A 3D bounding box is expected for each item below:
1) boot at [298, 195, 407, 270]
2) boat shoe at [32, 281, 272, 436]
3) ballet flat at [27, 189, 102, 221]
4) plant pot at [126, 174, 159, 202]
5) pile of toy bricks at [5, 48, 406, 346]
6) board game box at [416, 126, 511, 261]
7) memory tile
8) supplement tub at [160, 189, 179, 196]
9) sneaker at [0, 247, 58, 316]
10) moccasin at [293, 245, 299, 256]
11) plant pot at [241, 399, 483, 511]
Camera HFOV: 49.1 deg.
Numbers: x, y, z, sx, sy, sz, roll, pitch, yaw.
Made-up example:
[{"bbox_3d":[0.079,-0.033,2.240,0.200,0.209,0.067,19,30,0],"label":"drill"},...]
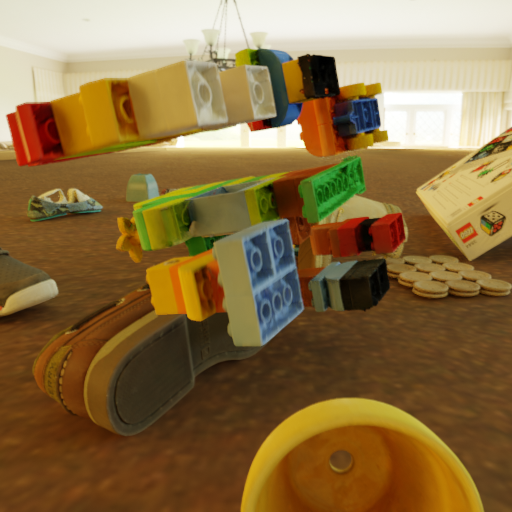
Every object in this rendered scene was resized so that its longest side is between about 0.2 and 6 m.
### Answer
[{"bbox_3d":[1.596,-0.235,9.070,1.683,0.784,2.176,20,51,-10],"label":"boot"},{"bbox_3d":[-0.733,0.582,5.806,1.105,1.169,3.250,11,18,31],"label":"boat shoe"},{"bbox_3d":[-4.972,-1.408,14.720,0.807,0.807,2.175,9,16,33],"label":"ballet flat"},{"bbox_3d":[-3.564,-2.150,17.551,0.805,0.820,0.803,4,14,14],"label":"plant pot"},{"bbox_3d":[-0.237,-0.567,5.823,2.431,2.732,4.924,-5,12,29],"label":"pile of toy bricks"},{"bbox_3d":[5.287,-1.677,12.043,3.225,0.884,5.108,-34,6,16],"label":"board game box"},{"bbox_3d":[2.893,0.310,8.968,1.525,0.167,1.989,-1,15,-10],"label":"memory tile"},{"bbox_3d":[-1.871,-1.443,14.993,1.287,0.688,0.688,3,14,6],"label":"supplement tub"},{"bbox_3d":[-4.131,0.038,7.721,3.195,1.308,1.231,7,16,26],"label":"sneaker"},{"bbox_3d":[0.076,-0.715,10.833,3.104,1.058,1.249,15,-2,34],"label":"moccasin"},{"bbox_3d":[0.519,1.325,3.162,1.169,1.169,1.099,1,0,2],"label":"plant pot"}]
